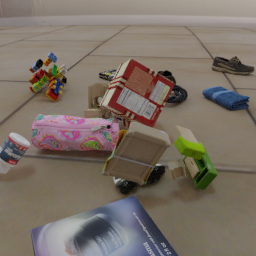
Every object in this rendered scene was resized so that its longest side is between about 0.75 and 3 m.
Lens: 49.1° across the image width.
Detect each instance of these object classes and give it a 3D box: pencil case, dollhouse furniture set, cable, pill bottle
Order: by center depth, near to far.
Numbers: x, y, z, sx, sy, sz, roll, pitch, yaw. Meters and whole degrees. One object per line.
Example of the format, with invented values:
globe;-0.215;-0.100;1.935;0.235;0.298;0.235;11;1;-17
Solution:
dollhouse furniture set;0.718;0.532;6.099;2.537;1.268;0.979;17;30;-22
pill bottle;-2.824;0.617;6.711;0.537;0.899;0.537;36;1;-1
pencil case;-1.401;0.131;7.789;2.416;1.056;1.056;3;27;7
dollhouse furniture set;-0.365;-0.910;9.100;1.796;1.129;2.030;1;9;1
cable;1.454;-1.323;11.377;1.651;0.514;2.024;23;32;28

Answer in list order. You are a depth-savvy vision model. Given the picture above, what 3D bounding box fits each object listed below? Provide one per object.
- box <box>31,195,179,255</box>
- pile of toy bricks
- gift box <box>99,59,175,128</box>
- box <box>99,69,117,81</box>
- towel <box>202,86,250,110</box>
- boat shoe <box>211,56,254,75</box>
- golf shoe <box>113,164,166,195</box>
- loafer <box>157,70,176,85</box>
box;-0.291;2.083;3.916;1.754;1.089;1.768;-14;30;-22
pile of toy bricks;-3.671;-2.104;12.172;1.422;1.598;2.880;-34;33;19
gift box;0.263;-0.847;8.273;1.810;1.670;1.690;32;-3;-14
box;-0.801;-2.694;14.199;0.870;0.265;1.080;25;36;35
towel;3.860;-1.244;11.154;1.008;0.438;1.805;-12;29;-20
boat shoe;5.571;-3.372;14.917;2.221;0.814;0.827;14;30;26
golf shoe;0.266;1.054;6.576;1.303;0.506;0.615;-13;30;-26
loafer;1.851;-2.438;13.256;0.671;0.656;1.839;-7;28;-14
